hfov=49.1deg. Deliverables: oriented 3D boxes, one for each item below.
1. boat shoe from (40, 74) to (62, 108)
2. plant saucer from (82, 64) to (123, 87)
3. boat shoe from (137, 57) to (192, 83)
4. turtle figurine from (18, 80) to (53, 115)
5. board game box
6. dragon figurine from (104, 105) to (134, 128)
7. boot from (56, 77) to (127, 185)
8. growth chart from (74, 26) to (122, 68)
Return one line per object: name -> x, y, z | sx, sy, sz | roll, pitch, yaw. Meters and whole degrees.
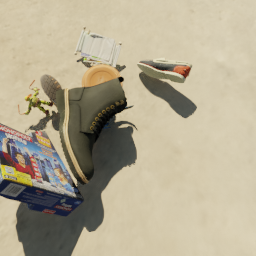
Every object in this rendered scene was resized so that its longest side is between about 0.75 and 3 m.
boat shoe -> -2.258, -0.991, 8.780 | 0.561, 0.532, 1.482 | -37, 100, -23
plant saucer -> -0.856, -1.502, 9.306 | 1.369, 0.221, 1.369 | 1, 75, -4
boat shoe -> 1.177, -2.020, 9.334 | 1.999, 0.711, 0.625 | 23, 80, 39
turtle figurine -> -2.814, -0.836, 8.719 | 0.373, 0.935, 1.159 | 17, 85, 52
board game box -> -2.530, 0.876, 7.173 | 0.753, 2.442, 2.441 | -42, 50, 10
dragon figurine -> -0.808, -0.340, 8.680 | 1.955, 0.575, 0.972 | 4, 60, 5
boot -> -0.771, -0.124, 7.590 | 2.012, 1.127, 2.909 | -17, 65, 0
growth chart -> -1.091, -2.789, 10.034 | 1.755, 0.156, 1.270 | 24, 92, 11
